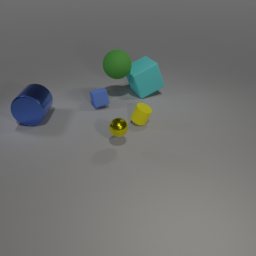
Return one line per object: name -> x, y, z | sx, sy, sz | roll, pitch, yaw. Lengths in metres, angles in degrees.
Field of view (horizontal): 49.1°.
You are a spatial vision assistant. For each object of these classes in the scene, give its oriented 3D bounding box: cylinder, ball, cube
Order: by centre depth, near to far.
ball -> -0.336, -0.021, 10.124 | 0.700, 0.700, 0.700 | 0, 31, 0
cylinder -> 0.562, -0.584, 11.837 | 0.700, 0.700, 0.700 | 18, 34, -13
cylinder -> -4.101, -1.011, 12.052 | 1.400, 1.400, 1.400 | 1, 31, 1
cube -> -1.355, -1.439, 13.281 | 0.700, 0.700, 0.700 | -17, 20, -15
ball -> -0.521, -3.066, 13.514 | 1.400, 1.400, 1.400 | 0, 31, 0
cube -> 0.802, -2.628, 14.435 | 1.400, 1.400, 1.400 | -29, 36, -7
